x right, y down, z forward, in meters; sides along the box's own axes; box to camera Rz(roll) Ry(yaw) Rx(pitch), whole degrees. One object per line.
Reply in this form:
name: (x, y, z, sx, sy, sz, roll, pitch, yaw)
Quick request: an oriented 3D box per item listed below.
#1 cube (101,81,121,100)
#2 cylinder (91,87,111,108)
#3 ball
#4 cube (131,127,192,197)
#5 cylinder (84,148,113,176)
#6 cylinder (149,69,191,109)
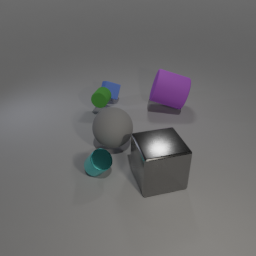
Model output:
cube: (-0.841, -1.748, 12.972, 0.700, 0.700, 0.700, 13, 4, -22)
cylinder: (-1.122, -1.298, 11.845, 0.700, 0.700, 0.700, 7, 30, 11)
ball: (-0.524, -0.017, 9.614, 1.400, 1.400, 1.400, 0, 32, 0)
cube: (0.930, 0.992, 8.429, 1.400, 1.400, 1.400, -8, 33, -13)
cylinder: (-0.924, 1.067, 8.632, 0.700, 0.700, 0.700, 12, 62, -23)
cylinder: (1.784, -1.656, 11.987, 1.400, 1.400, 1.400, 17, 33, -3)
